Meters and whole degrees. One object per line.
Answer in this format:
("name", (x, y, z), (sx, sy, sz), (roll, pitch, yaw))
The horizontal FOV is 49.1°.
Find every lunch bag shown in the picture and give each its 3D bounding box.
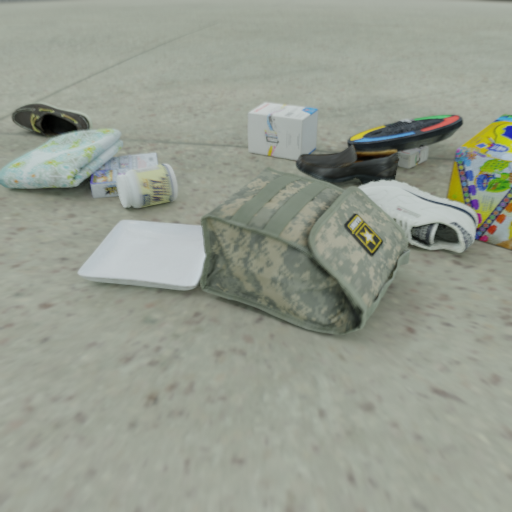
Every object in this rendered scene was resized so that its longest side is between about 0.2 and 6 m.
("lunch bag", (0.783, -0.121, 8.015), (2.559, 1.505, 2.099), (19, 36, 21))

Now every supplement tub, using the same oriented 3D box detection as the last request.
("supplement tub", (-2.098, -1.330, 10.765), (1.019, 0.738, 0.738), (-15, 33, -21))

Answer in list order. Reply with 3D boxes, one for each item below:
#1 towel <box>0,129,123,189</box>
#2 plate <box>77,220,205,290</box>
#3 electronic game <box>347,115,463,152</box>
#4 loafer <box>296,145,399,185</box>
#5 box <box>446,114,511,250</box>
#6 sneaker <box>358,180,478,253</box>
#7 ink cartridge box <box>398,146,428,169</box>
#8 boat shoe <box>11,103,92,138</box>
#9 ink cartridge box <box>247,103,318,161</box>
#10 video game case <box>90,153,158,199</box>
("towel", (-4.057, -2.057, 11.819), (1.843, 0.518, 2.153), (-1, 35, 23))
("plate", (-1.613, 0.004, 8.945), (1.843, 0.298, 1.847), (6, 31, 8))
("electronic game", (3.407, -2.863, 12.956), (2.607, 0.542, 2.607), (-13, 17, 4))
("loafer", (1.891, -1.960, 11.568), (2.118, 0.765, 0.771), (3, 37, -7))
("box", (5.000, -1.245, 9.844), (2.443, 1.547, 2.536), (22, 37, 31))
("sneaker", (2.551, -0.645, 9.557), (2.295, 0.877, 0.924), (14, 39, 23))
("ink cartridge box", (3.464, -2.302, 12.804), (0.584, 0.338, 0.806), (24, 38, 39))
("boat shoe", (-5.330, -3.445, 14.330), (2.163, 0.771, 0.651), (8, 28, 9))
("ink cartridge box", (0.625, -2.957, 13.265), (1.392, 1.007, 1.025), (14, 33, 23))
("video game case", (-2.741, -1.713, 11.809), (1.368, 0.343, 1.510), (-6, 31, -10))
